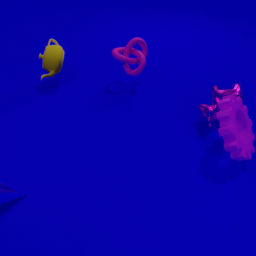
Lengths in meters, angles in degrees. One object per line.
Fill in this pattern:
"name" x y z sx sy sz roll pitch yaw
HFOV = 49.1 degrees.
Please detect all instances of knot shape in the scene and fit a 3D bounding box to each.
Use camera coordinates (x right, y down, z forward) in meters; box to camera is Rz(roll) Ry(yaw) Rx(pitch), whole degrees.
"knot shape" 0.150 -2.211 8.924 1.201 0.555 1.124 -17 79 -7

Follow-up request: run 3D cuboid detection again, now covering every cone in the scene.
"cone" -2.769 1.343 5.786 1.321 1.316 1.316 11 35 -29

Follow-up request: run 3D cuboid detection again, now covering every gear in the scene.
"gear" 2.589 -0.015 6.673 0.286 1.547 1.547 -15 29 39

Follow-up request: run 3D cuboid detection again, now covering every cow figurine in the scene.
"cow figurine" 2.585 -0.605 7.709 1.305 0.717 1.285 -5 48 18

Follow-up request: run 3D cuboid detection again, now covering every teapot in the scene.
"teapot" -2.474 -2.171 8.975 0.736 0.935 1.504 9 74 -21
